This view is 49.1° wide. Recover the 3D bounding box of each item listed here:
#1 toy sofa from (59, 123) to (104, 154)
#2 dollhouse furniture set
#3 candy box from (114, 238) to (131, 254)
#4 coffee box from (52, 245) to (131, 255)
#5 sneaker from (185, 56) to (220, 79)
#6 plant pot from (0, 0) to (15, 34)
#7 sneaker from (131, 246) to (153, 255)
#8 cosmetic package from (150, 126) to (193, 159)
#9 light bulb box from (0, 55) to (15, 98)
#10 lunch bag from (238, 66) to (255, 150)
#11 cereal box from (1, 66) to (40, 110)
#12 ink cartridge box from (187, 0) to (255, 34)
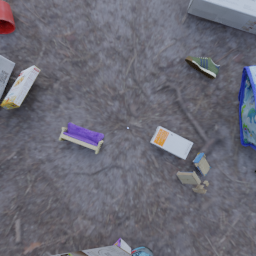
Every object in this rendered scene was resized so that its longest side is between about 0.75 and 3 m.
[{"bbox_3d":[-1.580,0.326,9.697,1.459,0.604,0.712,20,89,1],"label":"toy sofa"},{"bbox_3d":[2.417,1.548,9.841,1.080,0.704,1.019,-47,113,-32],"label":"dollhouse furniture set"},{"bbox_3d":[-0.617,4.558,9.180,1.563,1.311,0.559,-45,89,-1],"label":"candy box"},{"bbox_3d":[-1.008,4.077,7.265,1.022,2.564,1.466,13,89,43],"label":"coffee box"},{"bbox_3d":[2.675,-2.290,9.905,1.260,0.423,0.566,32,85,-2],"label":"sneaker"},{"bbox_3d":[-4.440,-3.882,9.745,0.950,0.950,0.841,-8,79,0],"label":"plant pot"},{"bbox_3d":[0.051,4.988,9.281,0.895,1.078,2.256,43,88,1],"label":"sneaker"},{"bbox_3d":[1.507,0.512,9.757,1.309,0.466,0.664,26,88,0],"label":"cosmetic package"},{"bbox_3d":[-5.284,-1.466,8.668,1.599,2.540,2.563,22,89,11],"label":"light bulb box"},{"bbox_3d":[4.997,-0.748,9.166,2.351,1.762,2.765,-6,98,0],"label":"lunch bag"},{"bbox_3d":[-3.589,-1.336,9.343,0.295,1.074,1.493,37,63,-35],"label":"cereal box"},{"bbox_3d":[3.883,-4.934,9.568,2.932,1.230,2.574,18,88,1],"label":"ink cartridge box"}]
